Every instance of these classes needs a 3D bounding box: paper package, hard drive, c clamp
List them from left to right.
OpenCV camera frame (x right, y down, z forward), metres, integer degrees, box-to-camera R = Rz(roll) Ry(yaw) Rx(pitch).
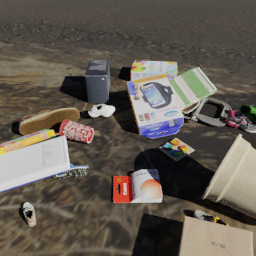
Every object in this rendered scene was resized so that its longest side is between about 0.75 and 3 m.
[{"bbox_3d":[-2.983,1.073,8.540,2.323,0.295,1.533,-17,36,-6],"label":"hard drive"},{"bbox_3d":[3.202,-0.757,11.496,1.979,0.314,2.317,24,39,22],"label":"c clamp"},{"bbox_3d":[1.821,2.794,5.937,1.519,0.786,1.448,10,35,13],"label":"paper package"}]

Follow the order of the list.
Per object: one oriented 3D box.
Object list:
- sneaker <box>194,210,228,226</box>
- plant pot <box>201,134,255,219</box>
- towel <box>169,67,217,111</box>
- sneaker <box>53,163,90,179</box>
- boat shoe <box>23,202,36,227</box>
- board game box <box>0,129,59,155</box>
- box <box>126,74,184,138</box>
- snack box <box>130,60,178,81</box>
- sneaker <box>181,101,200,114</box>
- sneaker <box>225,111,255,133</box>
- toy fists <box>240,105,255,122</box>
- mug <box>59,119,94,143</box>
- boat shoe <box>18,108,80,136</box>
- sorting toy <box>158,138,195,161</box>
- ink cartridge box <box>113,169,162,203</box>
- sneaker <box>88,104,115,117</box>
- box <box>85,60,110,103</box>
[{"bbox_3d":[2.097,2.305,7.016,0.943,0.387,0.367,24,40,32],"label":"sneaker"},{"bbox_3d":[3.193,1.466,7.160,1.830,1.999,1.999,31,44,21],"label":"plant pot"},{"bbox_3d":[2.316,-1.524,11.618,2.185,0.256,1.667,-30,55,6],"label":"towel"},{"bbox_3d":[-1.731,1.231,8.560,1.130,0.444,0.504,-2,37,-2],"label":"sneaker"},{"bbox_3d":[-2.569,2.190,7.297,0.285,0.261,0.762,-19,38,-25],"label":"boat shoe"},{"bbox_3d":[-3.451,0.423,9.546,2.063,0.309,0.986,-19,11,-31],"label":"board game box"},{"bbox_3d":[1.018,-0.884,10.900,1.705,0.594,2.864,-13,48,-2],"label":"box"},{"bbox_3d":[1.358,-2.938,14.546,2.328,0.617,1.656,4,34,6],"label":"snack box"},{"bbox_3d":[2.766,-1.219,12.129,0.708,0.824,1.946,34,63,9],"label":"sneaker"},{"bbox_3d":[4.430,-0.223,10.594,1.365,0.510,0.550,18,37,11],"label":"sneaker"},{"bbox_3d":[5.006,-0.454,10.774,0.735,0.496,1.442,14,13,-32],"label":"toy fists"},{"bbox_3d":[-1.767,0.081,10.060,1.047,0.698,0.929,14,38,14],"label":"mug"},{"bbox_3d":[-3.017,-0.393,10.669,2.281,0.823,0.821,-20,40,-16],"label":"boat shoe"},{"bbox_3d":[1.653,0.696,9.582,0.958,0.175,0.887,-23,40,-30],"label":"sorting toy"},{"bbox_3d":[0.255,1.637,8.045,1.337,0.335,1.084,2,34,-4],"label":"ink cartridge box"},{"bbox_3d":[-0.982,-0.727,11.191,1.194,0.520,0.445,-12,64,-40],"label":"sneaker"},{"bbox_3d":[-1.325,-2.131,12.708,0.950,1.348,1.822,-1,33,0],"label":"box"}]
